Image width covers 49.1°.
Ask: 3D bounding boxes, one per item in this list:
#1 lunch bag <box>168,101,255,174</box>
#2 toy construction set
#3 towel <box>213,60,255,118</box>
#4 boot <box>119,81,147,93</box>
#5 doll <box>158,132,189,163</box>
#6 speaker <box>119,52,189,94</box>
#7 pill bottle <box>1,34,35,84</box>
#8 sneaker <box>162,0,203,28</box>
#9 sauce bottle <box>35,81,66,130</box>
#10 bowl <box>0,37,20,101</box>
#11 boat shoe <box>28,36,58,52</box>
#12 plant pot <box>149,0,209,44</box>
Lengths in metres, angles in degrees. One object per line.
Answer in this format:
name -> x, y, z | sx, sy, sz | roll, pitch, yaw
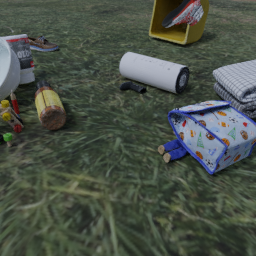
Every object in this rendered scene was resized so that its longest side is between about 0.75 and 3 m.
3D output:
lunch bag -> 2.249, -0.013, 7.492 | 1.665, 1.213, 1.958 | -14, 45, -32
toy construction set -> -3.986, -0.629, 8.441 | 1.619, 1.492, 1.941 | 4, 33, 5
towel -> 4.727, -1.486, 9.555 | 2.976, 1.274, 2.464 | -12, 27, 2
boot -> 0.197, -1.540, 10.944 | 0.858, 0.282, 0.707 | 32, 47, 33
doll -> 1.533, 0.466, 7.779 | 1.417, 0.343, 0.967 | -16, 56, -27
speaker -> 0.998, -2.259, 11.235 | 2.725, 1.106, 1.106 | 23, 40, 31
pill bottle -> -4.357, -2.741, 11.208 | 1.036, 1.819, 1.036 | -6, 21, 2
sneaker -> 2.123, -4.121, 10.535 | 1.769, 0.948, 0.591 | -46, 38, -7
sauce bottle -> -2.676, -0.884, 9.423 | 0.848, 0.848, 2.570 | -11, 35, -16
bowl -> -4.804, -1.916, 10.188 | 2.574, 2.574, 1.157 | 21, -4, 29
boat shoe -> -4.709, -4.573, 15.091 | 1.920, 0.695, 0.694 | 6, 34, 9
plant pot -> 3.278, -6.504, 16.471 | 2.663, 2.680, 2.742 | 28, 30, 35
